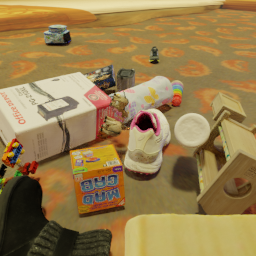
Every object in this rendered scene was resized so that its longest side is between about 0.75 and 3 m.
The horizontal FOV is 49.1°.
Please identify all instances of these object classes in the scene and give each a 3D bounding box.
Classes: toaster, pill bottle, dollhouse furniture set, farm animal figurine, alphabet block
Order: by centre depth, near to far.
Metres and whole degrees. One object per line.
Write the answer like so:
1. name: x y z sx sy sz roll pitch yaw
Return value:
1. alphabet block: 1.042 2.153 1.856 2.206 2.194 2.246 2 29 -1
2. pill bottle: 1.266 0.046 5.567 0.649 0.649 1.115 7 2 12
3. dollhouse furniture set: 2.551 0.748 5.704 2.173 1.366 2.457 26 30 -5
4. farm animal figurine: -0.227 -0.249 6.268 0.554 0.889 1.101 21 70 -7
5. toaster: -0.072 -1.618 9.826 0.635 0.721 1.117 2 29 6

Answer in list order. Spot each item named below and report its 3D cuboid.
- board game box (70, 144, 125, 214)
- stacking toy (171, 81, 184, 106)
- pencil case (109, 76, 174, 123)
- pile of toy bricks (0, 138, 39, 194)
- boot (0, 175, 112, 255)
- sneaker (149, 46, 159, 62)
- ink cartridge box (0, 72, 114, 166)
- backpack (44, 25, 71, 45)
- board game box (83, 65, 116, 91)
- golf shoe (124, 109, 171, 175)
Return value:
1. board game box: -0.577 0.913 5.206 0.854 0.854 0.853 -9 24 -12
2. stacking toy: 1.621 -1.106 9.283 0.496 0.496 1.161 3 37 5
3. pencil case: 0.370 -0.857 8.303 2.197 0.913 0.997 -27 14 -39
4. pile of toy bricks: -2.399 1.085 5.137 0.849 0.955 1.721 -15 39 17
5. boot: -1.074 1.551 4.184 1.676 0.844 2.242 -7 38 -2
6. sneaker: 1.222 -3.468 13.208 0.503 0.552 1.363 -1 30 -1
7. ink cartridge box: -1.870 -0.354 7.045 2.506 1.057 1.814 -21 46 -32
8. backpack: -4.071 -5.334 15.990 1.393 1.024 1.275 -3 26 3
9. board game box: -1.379 -1.461 9.332 1.960 0.339 1.328 -18 29 6
10. golf shoe: 0.550 -0.017 6.633 0.956 1.162 2.539 5 29 8
